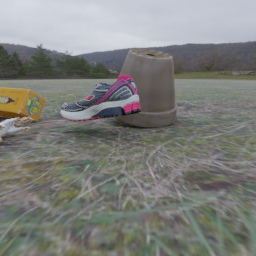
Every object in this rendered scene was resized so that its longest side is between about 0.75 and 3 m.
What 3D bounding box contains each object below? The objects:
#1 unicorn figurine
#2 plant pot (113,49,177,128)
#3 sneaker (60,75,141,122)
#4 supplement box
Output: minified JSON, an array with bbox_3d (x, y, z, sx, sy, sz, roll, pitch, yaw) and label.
[{"bbox_3d":[-3.153,0.031,6.571,1.162,0.625,1.692,-1,-1,34],"label":"unicorn figurine"},{"bbox_3d":[0.559,-1.306,8.457,2.186,1.896,2.186,7,25,-4],"label":"plant pot"},{"bbox_3d":[-0.724,-0.662,6.960,2.387,0.891,0.962,-7,3,34],"label":"sneaker"},{"bbox_3d":[-3.959,-0.810,9.244,2.558,0.851,0.880,8,-18,33],"label":"supplement box"}]
